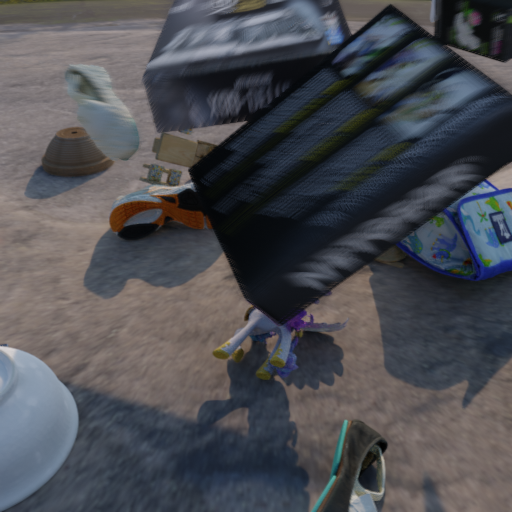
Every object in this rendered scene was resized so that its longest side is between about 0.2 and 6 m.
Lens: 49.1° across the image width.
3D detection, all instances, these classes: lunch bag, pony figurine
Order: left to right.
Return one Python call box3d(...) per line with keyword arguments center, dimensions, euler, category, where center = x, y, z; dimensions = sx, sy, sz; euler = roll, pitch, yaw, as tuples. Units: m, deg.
box3d(center=(0.363, 0.905, 7.929), dimensions=(1.614, 1.393, 1.672), euler=(3, 45, 23), category="pony figurine")
box3d(center=(3.688, -0.547, 9.987), dimensions=(2.001, 1.500, 2.354), euler=(-13, 48, -33), category="lunch bag")

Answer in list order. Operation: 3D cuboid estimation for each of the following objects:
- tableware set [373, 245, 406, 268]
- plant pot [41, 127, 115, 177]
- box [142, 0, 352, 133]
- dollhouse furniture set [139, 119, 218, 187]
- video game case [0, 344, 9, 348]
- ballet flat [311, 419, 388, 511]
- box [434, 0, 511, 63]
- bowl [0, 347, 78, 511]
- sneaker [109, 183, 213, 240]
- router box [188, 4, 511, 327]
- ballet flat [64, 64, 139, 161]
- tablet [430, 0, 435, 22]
box3d(center=(1.996, -0.550, 11.063), dimensions=(2.113, 0.293, 2.530), euler=(11, 32, 17), category="tableware set")
box3d(center=(-4.515, -2.715, 14.116), dimensions=(1.808, 0.835, 1.808), euler=(0, 32, 0), category="plant pot")
box3d(center=(-0.059, -3.651, 9.744), dimensions=(3.143, 0.992, 3.986), euler=(-6, 39, 6), category="box")
box3d(center=(-1.367, -2.242, 12.564), dimensions=(1.288, 1.699, 1.939), euler=(21, 10, 33), category="dollhouse furniture set")
box3d(center=(-3.928, 1.893, 7.119), dimensions=(1.377, 0.183, 1.927), euler=(-9, 32, -15), category="video game case")
box3d(center=(0.971, 2.443, 5.798), dimensions=(0.649, 0.645, 1.898), euler=(20, 36, 16), category="ballet flat")
box3d(center=(3.533, -3.652, 8.442), dimensions=(0.998, 0.835, 1.344), euler=(-34, 48, -18), category="box")
box3d(center=(-3.223, 1.741, 6.383), dimensions=(2.238, 1.006, 2.238), euler=(5, 34, -3), category="bowl")
box3d(center=(-1.659, -1.124, 11.381), dimensions=(2.691, 1.019, 1.238), euler=(-8, 28, -15), category="sneaker")
box3d(center=(0.997, -1.194, 6.979), dimensions=(3.527, 0.901, 2.631), euler=(-37, 47, 12), category="router box")
box3d(center=(-2.928, -2.648, 10.133), dimensions=(0.937, 0.937, 2.610), euler=(-14, 50, -22), category="ballet flat")
box3d(center=(3.710, -4.907, 10.278), dimensions=(0.103, 0.982, 1.509), euler=(1, 13, -18), category="tablet")
